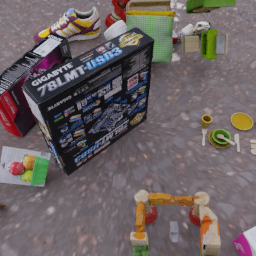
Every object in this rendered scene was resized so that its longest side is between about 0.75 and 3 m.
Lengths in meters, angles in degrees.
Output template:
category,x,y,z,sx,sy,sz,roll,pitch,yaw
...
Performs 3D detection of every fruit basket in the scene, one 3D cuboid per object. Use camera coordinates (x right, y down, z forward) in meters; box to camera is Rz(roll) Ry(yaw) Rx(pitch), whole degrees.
category,x,y,z,sx,sy,sz,roll,pitch,yaw
fruit basket,-2.470,0.929,6.702,1.081,1.001,0.506,12,22,-12

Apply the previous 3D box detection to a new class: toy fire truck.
category,x,y,z,sx,sy,sz,roll,pitch,yaw
toy fire truck,0.485,-3.943,10.182,2.117,1.413,2.521,-4,52,-30

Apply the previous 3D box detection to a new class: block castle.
category,x,y,z,sx,sy,sz,roll,pitch,yaw
block castle,0.892,2.605,5.496,1.758,1.234,2.630,-2,48,11

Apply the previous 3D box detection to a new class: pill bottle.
category,x,y,z,sx,sy,sz,roll,pitch,yaw
pill bottle,-0.088,-2.731,9.192,0.786,0.786,1.375,-40,98,-25

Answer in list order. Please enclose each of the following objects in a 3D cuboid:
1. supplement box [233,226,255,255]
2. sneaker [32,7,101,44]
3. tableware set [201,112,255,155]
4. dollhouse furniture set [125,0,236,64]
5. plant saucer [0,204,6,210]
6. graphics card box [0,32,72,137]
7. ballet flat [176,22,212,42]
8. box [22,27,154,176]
category,x,y,z,sx,sy,sz,roll,pitch,yaw
supplement box,3.195,2.346,5.884,1.618,0.819,0.836,-21,57,-14
sneaker,-2.222,-3.647,9.957,2.504,1.128,0.938,-19,57,-13
tableware set,3.083,0.020,7.854,2.056,0.315,1.385,8,55,6
dollhouse furniture set,1.437,-2.852,8.268,2.892,1.895,1.452,-7,18,-9
plant saucer,-3.244,1.705,6.315,0.921,0.921,0.159,10,70,7
graphics card box,-2.578,-1.233,7.899,0.682,1.681,2.680,23,56,19
ballet flat,2.412,-3.611,10.308,1.557,0.560,0.560,-16,56,-11
box,-0.690,-0.514,6.667,2.882,2.861,0.716,-35,63,-22
